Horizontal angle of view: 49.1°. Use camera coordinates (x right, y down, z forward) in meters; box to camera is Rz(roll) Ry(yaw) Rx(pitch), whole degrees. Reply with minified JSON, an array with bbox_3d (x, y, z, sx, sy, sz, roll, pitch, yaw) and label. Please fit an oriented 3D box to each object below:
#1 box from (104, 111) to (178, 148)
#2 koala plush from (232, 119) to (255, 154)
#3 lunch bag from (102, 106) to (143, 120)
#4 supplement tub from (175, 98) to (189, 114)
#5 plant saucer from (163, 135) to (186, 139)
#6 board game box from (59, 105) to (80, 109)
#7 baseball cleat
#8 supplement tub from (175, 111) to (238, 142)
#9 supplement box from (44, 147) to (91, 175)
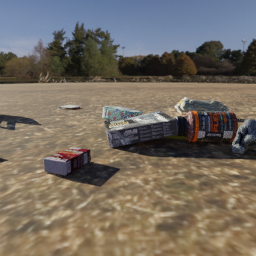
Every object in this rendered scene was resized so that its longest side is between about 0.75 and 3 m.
[{"bbox_3d":[0.338,-0.006,9.190,2.150,0.535,1.695,-10,13,-5],"label":"box"},{"bbox_3d":[3.589,0.343,7.623,0.949,0.983,1.070,-10,27,-38],"label":"koala plush"},{"bbox_3d":[-0.200,-0.541,12.029,1.582,0.610,1.269,16,11,33],"label":"lunch bag"},{"bbox_3d":[2.902,-1.182,14.749,0.751,0.543,0.543,-45,20,-4],"label":"supplement tub"},{"bbox_3d":[1.629,0.083,10.086,1.253,0.300,1.255,3,13,20],"label":"plant saucer"},{"bbox_3d":[-3.498,-1.249,16.847,0.948,0.123,0.948,6,13,28],"label":"board game box"},{"bbox_3d":[3.770,-0.965,13.889,2.300,0.802,1.224,13,-5,7],"label":"baseball cleat"},{"bbox_3d":[2.465,-0.048,9.027,1.867,0.999,0.999,0,12,-1],"label":"supplement tub"},{"bbox_3d":[-1.420,0.768,6.715,0.601,0.336,1.104,5,12,22],"label":"supplement box"}]
